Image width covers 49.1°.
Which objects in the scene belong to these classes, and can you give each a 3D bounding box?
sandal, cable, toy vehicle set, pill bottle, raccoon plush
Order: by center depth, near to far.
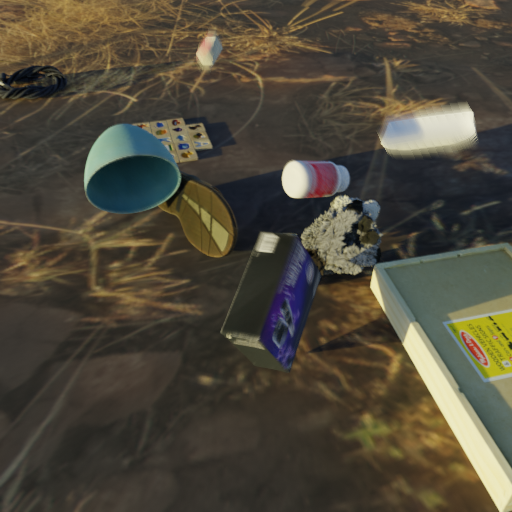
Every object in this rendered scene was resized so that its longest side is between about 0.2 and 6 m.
[{"bbox_3d":[3.621,1.382,8.132,2.521,0.538,4.058,-8,40,-10],"label":"toy vehicle set"},{"bbox_3d":[1.095,-0.344,9.928,2.483,1.201,1.663,-16,15,0],"label":"raccoon plush"},{"bbox_3d":[1.118,-1.406,10.271,1.169,0.656,0.656,-6,36,-34],"label":"pill bottle"},{"bbox_3d":[-1.093,-0.932,10.802,0.761,1.139,2.787,0,24,-39],"label":"sandal"},{"bbox_3d":[-6.396,-4.930,15.920,1.937,0.492,1.580,-2,39,-4],"label":"cable"}]

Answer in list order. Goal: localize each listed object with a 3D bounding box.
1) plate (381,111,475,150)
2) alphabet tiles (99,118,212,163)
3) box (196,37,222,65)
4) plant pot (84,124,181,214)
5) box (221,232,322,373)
[{"bbox_3d":[3.352,-2.401,10.868,1.661,0.268,1.658,-4,25,21],"label":"plate"},{"bbox_3d":[-2.449,-2.750,13.573,2.597,0.082,2.161,-10,40,-12],"label":"alphabet tiles"},{"bbox_3d":[-0.943,-4.133,11.299,0.264,0.309,0.484,11,65,33],"label":"box"},{"bbox_3d":[-2.368,-1.734,10.338,1.708,1.708,1.150,-12,63,-15],"label":"plant pot"},{"bbox_3d":[0.269,0.650,7.941,0.643,1.150,1.630,7,62,29],"label":"box"}]
